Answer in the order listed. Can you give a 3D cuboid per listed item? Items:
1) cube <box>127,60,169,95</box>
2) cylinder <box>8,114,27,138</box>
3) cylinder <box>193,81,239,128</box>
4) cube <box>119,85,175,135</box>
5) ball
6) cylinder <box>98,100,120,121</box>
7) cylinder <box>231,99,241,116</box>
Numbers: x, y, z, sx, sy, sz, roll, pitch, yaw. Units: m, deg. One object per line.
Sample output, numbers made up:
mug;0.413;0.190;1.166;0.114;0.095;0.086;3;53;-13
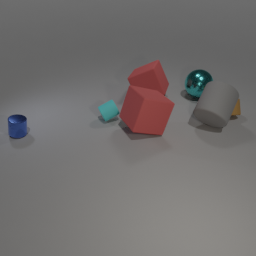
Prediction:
cube;1.023;-2.263;13.635;1.400;1.400;1.400;-17;23;25
cylinder;-4.343;-0.073;11.018;0.700;0.700;0.700;8;29;-5
cylinder;3.560;-0.942;11.332;1.400;1.400;1.400;20;72;30
cube;0.702;-0.692;10.991;1.400;1.400;1.400;6;25;-30
ball;3.506;-2.189;13.840;1.400;1.400;1.400;0;31;0
cylinder;-0.820;-0.746;11.941;0.700;0.700;0.700;-29;36;-5
cylinder;4.544;-0.897;12.267;0.700;0.700;0.700;-4;0;0
